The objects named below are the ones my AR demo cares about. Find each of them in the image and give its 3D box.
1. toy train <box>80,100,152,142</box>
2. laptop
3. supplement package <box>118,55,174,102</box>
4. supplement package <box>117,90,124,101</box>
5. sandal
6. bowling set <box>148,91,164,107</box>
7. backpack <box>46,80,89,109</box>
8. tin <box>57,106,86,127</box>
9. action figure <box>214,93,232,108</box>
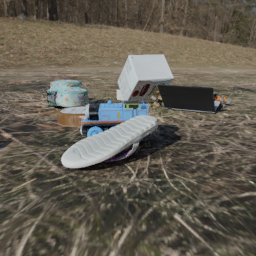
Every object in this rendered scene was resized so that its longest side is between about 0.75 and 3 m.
[{"bbox_3d":[-0.352,-0.214,8.432,2.183,1.247,0.946,0,7,2],"label":"toy train"},{"bbox_3d":[2.915,-1.545,12.929,2.373,1.469,2.535,8,26,25],"label":"laptop"},{"bbox_3d":[0.845,-2.475,14.427,2.024,1.557,2.117,-8,-26,-23],"label":"supplement package"},{"bbox_3d":[-0.090,-1.866,15.878,0.990,0.579,0.581,14,21,41],"label":"supplement package"},{"bbox_3d":[-0.277,0.465,7.087,2.822,0.693,1.148,-26,27,-28],"label":"sandal"},{"bbox_3d":[1.458,-1.438,14.040,1.143,0.796,0.614,-6,18,-9],"label":"bowling set"},{"bbox_3d":[-2.776,-1.566,13.317,1.863,1.428,1.638,19,18,38],"label":"backpack"},{"bbox_3d":[-1.337,-0.463,10.915,2.876,0.602,1.611,1,20,2],"label":"tin"},{"bbox_3d":[4.317,-1.393,14.143,1.391,0.727,1.345,-9,11,-37],"label":"action figure"}]
